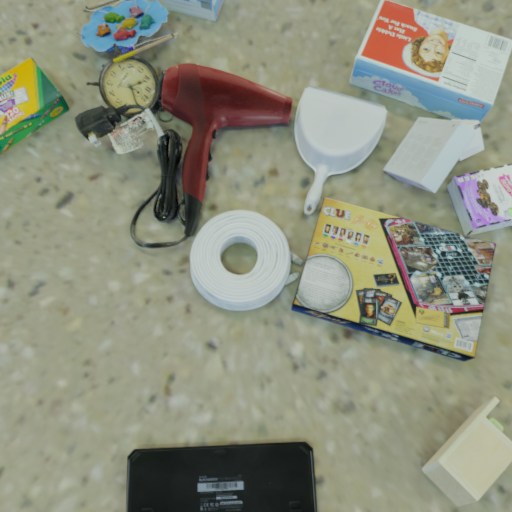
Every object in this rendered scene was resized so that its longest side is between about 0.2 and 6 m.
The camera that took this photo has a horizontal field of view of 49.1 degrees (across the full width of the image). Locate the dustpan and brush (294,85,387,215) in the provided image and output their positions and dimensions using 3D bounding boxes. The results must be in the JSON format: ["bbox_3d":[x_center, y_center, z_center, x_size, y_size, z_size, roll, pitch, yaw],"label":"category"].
[{"bbox_3d":[1.333,-1.893,10.470,1.689,0.693,2.421,18,65,7],"label":"dustpan and brush"}]

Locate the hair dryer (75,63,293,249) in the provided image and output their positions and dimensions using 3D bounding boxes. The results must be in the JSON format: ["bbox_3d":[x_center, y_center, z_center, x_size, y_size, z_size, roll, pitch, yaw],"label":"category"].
[{"bbox_3d":[-1.069,-2.129,10.524,3.895,1.058,2.967,-30,92,-4],"label":"hair dryer"}]

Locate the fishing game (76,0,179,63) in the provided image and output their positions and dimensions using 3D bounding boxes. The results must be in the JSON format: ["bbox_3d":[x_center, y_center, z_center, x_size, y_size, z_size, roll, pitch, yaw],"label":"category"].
[{"bbox_3d":[-2.639,-4.628,10.971,1.830,0.397,2.556,-23,51,-6],"label":"fishing game"}]

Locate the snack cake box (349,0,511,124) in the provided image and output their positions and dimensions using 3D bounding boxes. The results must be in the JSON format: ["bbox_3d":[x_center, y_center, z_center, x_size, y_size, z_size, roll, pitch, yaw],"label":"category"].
[{"bbox_3d":[3.352,-3.729,10.856,2.673,0.898,1.537,22,76,7],"label":"snack cake box"}]

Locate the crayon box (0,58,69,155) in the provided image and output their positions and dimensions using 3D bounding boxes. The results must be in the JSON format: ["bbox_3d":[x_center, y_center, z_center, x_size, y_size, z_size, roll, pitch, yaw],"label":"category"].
[{"bbox_3d":[-4.719,-2.813,10.749,1.864,0.543,1.107,-38,76,-11],"label":"crayon box"}]

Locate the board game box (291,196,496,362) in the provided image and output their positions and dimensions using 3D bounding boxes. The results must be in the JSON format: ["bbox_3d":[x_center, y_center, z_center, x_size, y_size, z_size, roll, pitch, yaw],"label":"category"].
[{"bbox_3d":[2.386,0.370,9.759,3.095,0.535,2.097,17,73,6],"label":"board game box"}]

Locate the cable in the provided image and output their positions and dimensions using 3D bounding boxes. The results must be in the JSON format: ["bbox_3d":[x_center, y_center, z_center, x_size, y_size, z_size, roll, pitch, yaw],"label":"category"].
[{"bbox_3d":[-0.280,0.080,9.807,1.778,0.616,1.778,-42,77,-12],"label":"cable"}]

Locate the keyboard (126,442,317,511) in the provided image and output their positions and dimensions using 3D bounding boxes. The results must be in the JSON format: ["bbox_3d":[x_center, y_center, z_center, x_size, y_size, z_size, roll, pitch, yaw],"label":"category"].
[{"bbox_3d":[-0.544,3.914,8.757,2.997,0.384,1.799,-3,66,0],"label":"keyboard"}]

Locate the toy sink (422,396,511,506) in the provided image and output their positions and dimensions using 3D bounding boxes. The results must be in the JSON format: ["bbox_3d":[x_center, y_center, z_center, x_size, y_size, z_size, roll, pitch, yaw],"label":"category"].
[{"bbox_3d":[3.393,3.007,8.553,1.434,0.935,0.803,-38,68,-19],"label":"toy sink"}]

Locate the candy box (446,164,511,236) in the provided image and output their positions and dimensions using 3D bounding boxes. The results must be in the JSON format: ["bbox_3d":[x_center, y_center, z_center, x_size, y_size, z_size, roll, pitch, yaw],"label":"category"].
[{"bbox_3d":[4.308,-1.037,10.244,1.264,0.452,1.060,-13,73,-4],"label":"candy box"}]

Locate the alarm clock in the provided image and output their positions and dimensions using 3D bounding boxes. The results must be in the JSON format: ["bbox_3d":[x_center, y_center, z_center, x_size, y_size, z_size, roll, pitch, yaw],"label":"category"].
[{"bbox_3d":[-2.283,-3.148,10.747,1.657,0.552,1.118,36,97,-15],"label":"alarm clock"}]

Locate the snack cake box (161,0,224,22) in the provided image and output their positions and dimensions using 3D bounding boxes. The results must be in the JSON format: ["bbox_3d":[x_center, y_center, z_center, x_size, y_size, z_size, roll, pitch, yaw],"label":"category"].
[{"bbox_3d":[-1.107,-6.051,11.689,1.194,0.698,2.076,15,74,6],"label":"snack cake box"}]

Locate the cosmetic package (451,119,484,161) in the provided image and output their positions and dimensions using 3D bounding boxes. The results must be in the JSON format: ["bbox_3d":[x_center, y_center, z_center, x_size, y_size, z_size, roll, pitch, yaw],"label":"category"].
[{"bbox_3d":[3.703,-2.147,10.343,0.576,0.699,0.577,-26,113,-13],"label":"cosmetic package"}]

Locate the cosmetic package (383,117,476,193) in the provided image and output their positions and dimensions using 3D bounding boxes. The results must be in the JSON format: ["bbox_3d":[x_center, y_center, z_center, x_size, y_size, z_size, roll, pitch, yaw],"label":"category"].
[{"bbox_3d":[2.958,-1.790,9.733,0.400,1.550,1.168,28,100,-17],"label":"cosmetic package"}]
